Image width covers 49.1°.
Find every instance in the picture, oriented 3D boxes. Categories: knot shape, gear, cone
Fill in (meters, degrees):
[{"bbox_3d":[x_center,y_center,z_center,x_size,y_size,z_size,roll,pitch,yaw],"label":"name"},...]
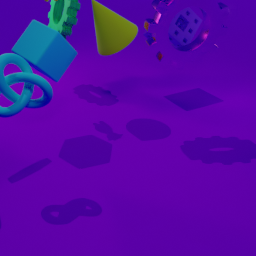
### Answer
[{"bbox_3d":[-2.036,-0.747,5.415,1.144,1.223,0.565,15,4,-19],"label":"knot shape"},{"bbox_3d":[1.478,-2.540,7.081,2.097,2.097,0.388,-7,38,-11],"label":"gear"},{"bbox_3d":[-2.341,-4.218,10.114,0.369,1.996,1.996,5,25,-37],"label":"gear"},{"bbox_3d":[-0.621,-2.958,7.713,1.337,1.342,1.337,-20,44,21],"label":"cone"}]

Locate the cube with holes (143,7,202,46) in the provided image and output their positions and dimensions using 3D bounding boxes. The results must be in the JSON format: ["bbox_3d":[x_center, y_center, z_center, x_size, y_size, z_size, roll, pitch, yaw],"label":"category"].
[{"bbox_3d":[1.560,-3.552,9.919,1.232,1.232,1.232,34,-10,-23],"label":"cube with holes"}]

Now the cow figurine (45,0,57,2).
[{"bbox_3d":[-2.107,-3.959,7.662,0.540,0.968,0.983,-19,69,-29],"label":"cow figurine"}]

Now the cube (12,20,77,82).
[{"bbox_3d":[-2.111,-1.951,7.177,0.976,0.976,0.976,32,86,25],"label":"cube"}]
